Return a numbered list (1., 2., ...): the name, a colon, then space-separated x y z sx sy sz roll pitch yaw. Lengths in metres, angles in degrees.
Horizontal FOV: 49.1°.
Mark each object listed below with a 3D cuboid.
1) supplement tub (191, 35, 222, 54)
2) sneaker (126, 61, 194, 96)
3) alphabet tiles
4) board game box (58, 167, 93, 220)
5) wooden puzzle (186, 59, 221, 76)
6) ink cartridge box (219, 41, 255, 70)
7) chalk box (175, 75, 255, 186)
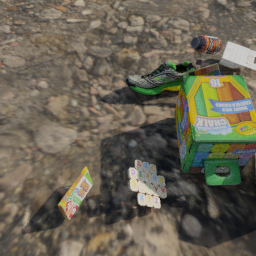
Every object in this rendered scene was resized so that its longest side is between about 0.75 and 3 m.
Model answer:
1. supplement tub: 2.633 -2.823 9.496 1.070 0.572 0.572 -4 48 -34
2. sneaker: 1.031 -1.702 9.033 2.280 0.971 0.889 -10 41 -8
3. alphabet tiles: 0.483 1.346 6.805 1.162 0.085 1.136 20 51 -32
4. board game box: -1.200 1.536 6.699 0.179 0.571 1.196 10 45 23
5. wooden puzzle: 2.404 -1.430 8.598 0.903 1.523 0.107 -16 20 14
6. ink cartridge box: 3.916 -2.433 9.762 1.242 0.311 1.000 24 58 7
7. chalk box: 2.227 0.146 7.194 1.657 1.645 2.654 -1 55 -1
